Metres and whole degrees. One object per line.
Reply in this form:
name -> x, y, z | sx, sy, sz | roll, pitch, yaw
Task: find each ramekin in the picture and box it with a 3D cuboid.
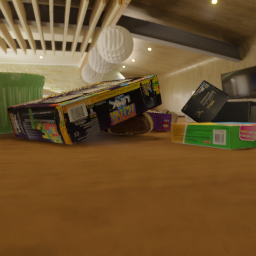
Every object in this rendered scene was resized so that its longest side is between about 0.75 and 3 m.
ramekin -> -3.248, -0.562, 6.592 | 2.583, 1.262, 2.583 | -3, 6, 0

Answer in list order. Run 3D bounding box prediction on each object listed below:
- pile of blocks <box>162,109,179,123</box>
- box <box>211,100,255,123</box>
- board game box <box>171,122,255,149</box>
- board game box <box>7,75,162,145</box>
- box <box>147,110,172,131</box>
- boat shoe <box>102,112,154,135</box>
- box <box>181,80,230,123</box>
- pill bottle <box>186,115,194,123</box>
pile of blocks -> 1.908, -0.614, 14.632 | 1.724, 0.708, 0.536 | 2, 3, 35
box -> 3.320, -0.386, 8.573 | 1.169, 0.843, 1.575 | 3, 3, 38
board game box -> 1.684, 0.086, 4.571 | 1.566, 0.316, 1.198 | -2, 3, -33
board game box -> -0.800, -0.423, 5.486 | 1.930, 0.662, 2.335 | 2, 20, 45
box -> -0.226, -0.336, 7.977 | 2.550, 0.499, 1.745 | 5, 6, -9
boat shoe -> -0.206, -0.068, 6.269 | 1.685, 0.622, 0.623 | 4, 28, 45
box -> 2.194, -0.676, 7.987 | 0.880, 1.116, 0.285 | 39, 5, 19
pill bottle -> 3.245, -0.518, 14.506 | 0.520, 0.520, 0.909 | 1, 2, 14
